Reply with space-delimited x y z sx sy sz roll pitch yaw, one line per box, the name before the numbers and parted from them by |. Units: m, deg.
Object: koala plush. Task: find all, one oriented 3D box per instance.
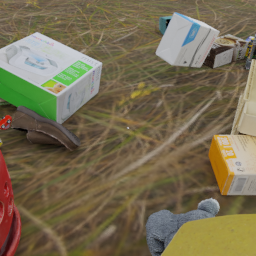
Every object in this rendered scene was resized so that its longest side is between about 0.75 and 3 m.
koala plush | 0.881 1.528 4.098 0.976 1.062 0.941 45 41 0

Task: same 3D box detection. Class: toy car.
toy car | -3.270 0.149 6.664 0.928 0.220 0.986 -6 49 12

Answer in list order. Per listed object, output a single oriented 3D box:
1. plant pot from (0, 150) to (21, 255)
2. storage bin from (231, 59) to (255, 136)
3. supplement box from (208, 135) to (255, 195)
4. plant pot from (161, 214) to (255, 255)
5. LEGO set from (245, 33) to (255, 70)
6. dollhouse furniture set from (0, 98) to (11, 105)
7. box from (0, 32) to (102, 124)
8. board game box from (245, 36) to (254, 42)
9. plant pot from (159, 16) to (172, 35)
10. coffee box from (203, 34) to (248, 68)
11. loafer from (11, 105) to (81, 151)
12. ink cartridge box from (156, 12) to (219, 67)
plant pot | -2.725 1.277 3.972 2.184 1.989 2.184 0 38 0
storage bin | 4.030 -0.317 6.540 2.715 1.272 2.695 16 41 18
supplement box | 2.719 0.725 5.719 1.819 0.669 1.146 0 39 -1
plant pot | 1.264 2.324 2.421 2.600 2.525 2.542 17 41 35
LEGO set | 5.156 -2.811 9.584 2.409 1.396 1.852 19 42 22
dollhouse furniture set | -4.517 -0.936 7.926 2.561 1.285 1.678 -11 58 -41
box | -2.256 -1.398 7.739 2.349 1.136 2.073 28 45 13
board game box | 5.343 -3.214 11.013 1.453 0.250 0.983 24 44 27
plant pot | 1.790 -4.558 12.378 0.734 0.735 1.040 -11 33 -14
coffee box | 3.398 -2.815 10.186 1.649 0.658 0.932 -22 44 -25
loafer | -1.962 0.133 6.616 1.936 0.707 0.687 24 78 25
ink cartridge box | 1.947 -2.580 8.517 0.729 1.265 2.185 41 32 29
